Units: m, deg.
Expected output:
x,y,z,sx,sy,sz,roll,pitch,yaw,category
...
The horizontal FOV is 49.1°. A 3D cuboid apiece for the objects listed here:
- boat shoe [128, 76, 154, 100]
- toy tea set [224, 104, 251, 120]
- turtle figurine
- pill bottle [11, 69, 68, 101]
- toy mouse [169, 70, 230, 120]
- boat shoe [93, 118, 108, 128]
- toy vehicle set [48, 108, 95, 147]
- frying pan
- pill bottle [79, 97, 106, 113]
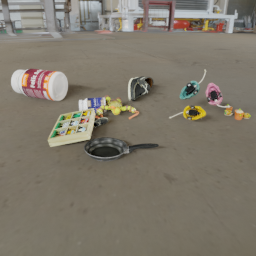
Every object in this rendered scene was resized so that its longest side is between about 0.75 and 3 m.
x,y,z,sx,sy,sz,roll,pitch,yaw,category
0.623,-2.046,13.977,0.923,0.980,2.729,3,22,17,boat shoe
4.486,-0.727,11.713,0.719,0.448,1.210,-15,28,-29,toy tea set
-0.667,-0.939,11.908,2.082,0.671,1.679,-5,25,-11,turtle figurine
-4.335,-2.154,13.696,2.459,1.404,1.404,10,26,20,pill bottle
2.864,-1.247,10.843,2.295,2.040,0.444,3,-15,36,toy mouse
-1.151,-0.161,10.650,0.885,0.318,0.299,-14,30,-15,boat shoe
-1.959,-0.078,10.130,1.380,0.294,2.221,-12,24,3,toy vehicle set
-0.301,0.594,8.921,2.212,0.360,1.338,-9,27,-23,frying pan
-1.514,-0.960,11.995,1.129,0.653,0.653,-4,25,-6,pill bottle
